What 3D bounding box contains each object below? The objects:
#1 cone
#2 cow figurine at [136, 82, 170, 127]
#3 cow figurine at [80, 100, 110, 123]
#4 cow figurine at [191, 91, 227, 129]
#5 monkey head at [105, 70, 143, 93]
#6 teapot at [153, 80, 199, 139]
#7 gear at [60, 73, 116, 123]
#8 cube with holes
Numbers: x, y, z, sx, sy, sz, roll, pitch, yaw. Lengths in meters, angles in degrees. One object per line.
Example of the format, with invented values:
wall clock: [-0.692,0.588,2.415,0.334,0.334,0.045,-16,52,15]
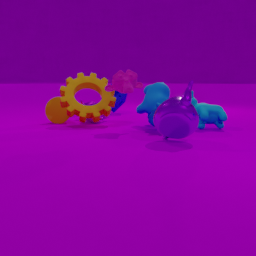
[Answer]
cone: [-2.337,-0.596,10.006,0.929,0.929,0.933,1,-1,5]
cow figurine: [0.992,-0.747,8.685,0.937,1.708,1.680,28,-22,-24]
cow figurine: [-1.367,-0.589,10.139,1.352,0.754,1.374,1,19,16]
cow figurine: [2.331,-0.578,8.773,1.339,0.735,1.317,1,45,-6]
monkey head: [-0.072,-1.196,7.932,1.149,0.827,0.692,-7,-28,-10]
teapot: [1.178,-0.334,6.701,1.068,1.718,0.841,19,44,-3]
gear: [-1.303,-1.019,9.144,1.783,1.783,0.330,-2,-30,-13]
cube with holes: [-0.611,-1.336,12.204,0.794,0.794,0.794,39,64,10]
